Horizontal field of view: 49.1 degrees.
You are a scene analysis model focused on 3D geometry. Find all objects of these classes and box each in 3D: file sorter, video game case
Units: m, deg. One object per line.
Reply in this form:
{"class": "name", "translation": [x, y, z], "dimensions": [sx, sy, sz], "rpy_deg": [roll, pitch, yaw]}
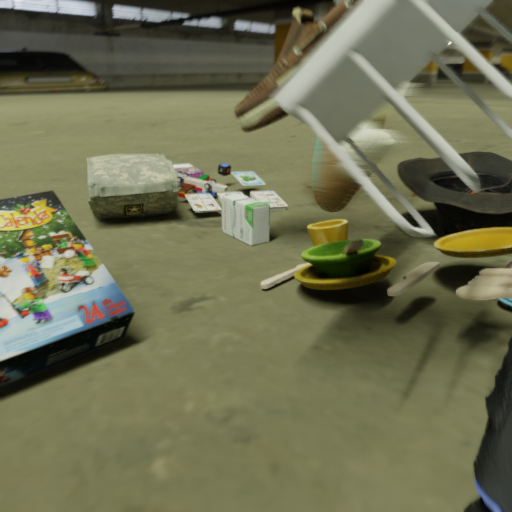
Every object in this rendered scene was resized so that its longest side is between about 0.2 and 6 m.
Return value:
{"class": "file sorter", "translation": [1.852, -1.584, 4.861], "dimensions": [1.606, 2.580, 1.790], "rpy_deg": [51, 19, 14]}
{"class": "video game case", "translation": [-2.232, -2.197, 14.976], "dimensions": [1.324, 0.237, 1.200], "rpy_deg": [-10, 23, -26]}

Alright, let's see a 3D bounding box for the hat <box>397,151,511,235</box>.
{"class": "hat", "translation": [4.011, -0.987, 10.446], "dimensions": [2.919, 1.178, 2.919], "rpy_deg": [-3, 28, 1]}

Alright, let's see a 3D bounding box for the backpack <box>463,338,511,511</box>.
{"class": "backpack", "translation": [4.084, 0.610, 3.328], "dimensions": [4.110, 3.029, 4.502], "rpy_deg": [22, 25, 39]}

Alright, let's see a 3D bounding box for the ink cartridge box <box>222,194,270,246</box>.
{"class": "ink cartridge box", "translation": [-0.199, -0.670, 10.152], "dimensions": [0.411, 0.725, 0.989], "rpy_deg": [-13, 25, -33]}

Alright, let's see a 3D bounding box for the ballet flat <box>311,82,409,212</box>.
{"class": "ballet flat", "translation": [1.459, -1.866, 7.295], "dimensions": [0.919, 2.711, 0.981], "rpy_deg": [16, 2, -34]}

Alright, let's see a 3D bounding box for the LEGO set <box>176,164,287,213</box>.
{"class": "LEGO set", "translation": [-0.800, -1.424, 12.823], "dimensions": [2.100, 0.690, 2.811], "rpy_deg": [-5, 30, -22]}

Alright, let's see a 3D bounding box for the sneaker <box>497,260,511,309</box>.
{"class": "sneaker", "translation": [4.075, 0.321, 7.289], "dimensions": [1.697, 0.810, 0.673], "rpy_deg": [-1, 17, -1]}

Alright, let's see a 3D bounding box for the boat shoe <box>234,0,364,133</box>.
{"class": "boat shoe", "translation": [0.930, -3.255, 8.781], "dimensions": [3.377, 1.249, 1.247], "rpy_deg": [-29, 6, 22]}

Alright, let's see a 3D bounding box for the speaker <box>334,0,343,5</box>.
{"class": "speaker", "translation": [2.423, -4.528, 11.078], "dimensions": [0.865, 2.130, 0.865], "rpy_deg": [-36, 15, 11]}

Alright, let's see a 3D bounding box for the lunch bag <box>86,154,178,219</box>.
{"class": "lunch bag", "translation": [-2.556, -1.412, 11.449], "dimensions": [1.715, 1.230, 2.092], "rpy_deg": [-5, 16, -15]}

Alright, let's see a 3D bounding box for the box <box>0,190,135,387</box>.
{"class": "box", "translation": [-3.122, 0.435, 5.888], "dimensions": [3.017, 0.569, 2.060], "rpy_deg": [-20, 62, -42]}

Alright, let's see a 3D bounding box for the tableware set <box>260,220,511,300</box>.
{"class": "tableware set", "translation": [2.451, -0.222, 7.611], "dimensions": [4.480, 0.687, 3.018], "rpy_deg": [-1, 14, 42]}
